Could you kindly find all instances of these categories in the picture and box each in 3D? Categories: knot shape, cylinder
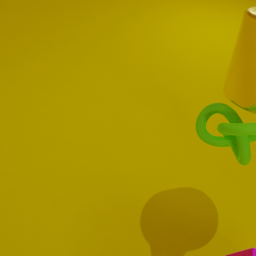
[{"bbox_3d":[1.750,0.150,4.633,1.168,1.093,0.540,17,60,47],"label":"knot shape"},{"bbox_3d":[2.316,-1.042,4.340,1.343,1.343,1.343,3,33,-2],"label":"cylinder"}]

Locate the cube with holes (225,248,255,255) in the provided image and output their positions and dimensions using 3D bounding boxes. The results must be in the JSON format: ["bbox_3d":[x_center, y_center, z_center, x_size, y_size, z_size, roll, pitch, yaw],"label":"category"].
[{"bbox_3d":[1.740,2.129,3.231,1.047,1.047,1.047,14,62,8],"label":"cube with holes"}]
